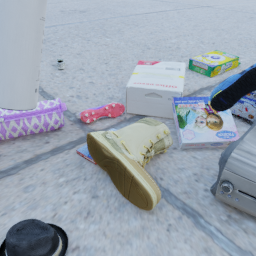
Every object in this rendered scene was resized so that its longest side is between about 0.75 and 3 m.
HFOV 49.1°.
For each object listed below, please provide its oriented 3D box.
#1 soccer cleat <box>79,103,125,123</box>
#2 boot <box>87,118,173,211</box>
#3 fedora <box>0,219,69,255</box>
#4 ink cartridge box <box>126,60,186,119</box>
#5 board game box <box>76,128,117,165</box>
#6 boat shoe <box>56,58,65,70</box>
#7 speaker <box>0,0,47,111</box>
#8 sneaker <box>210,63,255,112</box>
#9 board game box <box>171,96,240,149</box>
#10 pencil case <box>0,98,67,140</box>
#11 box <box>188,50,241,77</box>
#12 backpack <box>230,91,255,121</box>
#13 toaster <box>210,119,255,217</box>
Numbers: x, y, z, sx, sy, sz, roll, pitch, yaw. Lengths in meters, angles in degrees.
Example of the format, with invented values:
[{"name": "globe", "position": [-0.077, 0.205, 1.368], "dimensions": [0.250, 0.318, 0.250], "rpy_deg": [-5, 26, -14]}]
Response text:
[{"name": "soccer cleat", "position": [-0.909, -0.591, 9.876], "dimensions": [1.652, 0.551, 0.632], "rpy_deg": [-18, 27, -25]}, {"name": "boot", "position": [0.458, 0.736, 7.422], "dimensions": [2.200, 1.030, 2.831], "rpy_deg": [-17, 37, -30]}, {"name": "fedora", "position": [-1.870, 2.199, 5.460], "dimensions": [1.353, 0.618, 1.353], "rpy_deg": [0, 34, 0]}, {"name": "ink cartridge box", "position": [1.125, -1.573, 10.771], "dimensions": [1.987, 1.142, 2.737], "rpy_deg": [7, 34, 10]}, {"name": "board game box", "position": [-0.698, 0.511, 8.485], "dimensions": [0.810, 0.153, 1.574], "rpy_deg": [24, 40, 34]}, {"name": "boat shoe", "position": [-3.402, -3.298, 14.138], "dimensions": [0.433, 0.377, 1.176], "rpy_deg": [-5, 33, -8]}, {"name": "speaker", "position": [-2.726, -2.015, 6.951], "dimensions": [1.218, 2.998, 1.218], "rpy_deg": [10, 15, -3]}, {"name": "sneaker", "position": [2.686, -1.107, 6.337], "dimensions": [0.638, 1.937, 0.759], "rpy_deg": [42, 42, -16]}, {"name": "board game box", "position": [2.393, -0.218, 8.835], "dimensions": [1.788, 0.368, 1.784], "rpy_deg": [-3, 56, -4]}, {"name": "pencil case", "position": [-3.250, -0.306, 8.843], "dimensions": [2.516, 1.075, 1.056], "rpy_deg": [-14, 69, -21]}, {"name": "box", "position": [4.374, -3.271, 13.919], "dimensions": [2.495, 0.603, 1.464], "rpy_deg": [-23, 40, -33]}, {"name": "backpack", "position": [4.401, -1.038, 9.816], "dimensions": [1.809, 1.463, 1.900], "rpy_deg": [17, 38, 42]}, {"name": "toaster", "position": [3.355, 0.945, 6.555], "dimensions": [1.810, 1.592, 2.802], "rpy_deg": [29, 41, 31]}]
